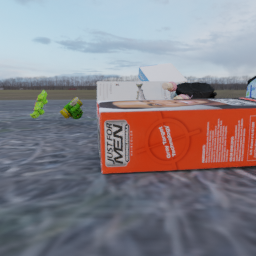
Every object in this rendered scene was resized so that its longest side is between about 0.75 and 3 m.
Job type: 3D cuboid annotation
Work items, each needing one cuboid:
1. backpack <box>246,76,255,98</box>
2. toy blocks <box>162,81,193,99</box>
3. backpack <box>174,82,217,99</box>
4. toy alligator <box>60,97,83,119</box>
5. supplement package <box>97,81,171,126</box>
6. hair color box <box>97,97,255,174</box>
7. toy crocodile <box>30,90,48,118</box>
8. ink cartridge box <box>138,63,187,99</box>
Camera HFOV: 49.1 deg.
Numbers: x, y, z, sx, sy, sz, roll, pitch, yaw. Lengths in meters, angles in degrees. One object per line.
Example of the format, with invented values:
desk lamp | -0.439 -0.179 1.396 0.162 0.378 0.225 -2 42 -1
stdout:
backpack | 3.756 -0.605 7.408 1.670 1.362 1.284 -50 4 -33
toy blocks | 0.940 -0.318 5.933 0.963 1.031 0.868 -45 -16 25
backpack | 1.750 -0.576 7.678 1.117 1.338 0.847 3 39 4
toy alligator | -1.733 -0.573 9.195 0.682 0.624 2.299 -46 14 -14
supplement package | 0.119 -0.494 7.080 1.782 1.042 1.046 -1 -23 -4
hair color box | 0.982 0.019 4.468 2.912 0.892 1.478 -3 11 -8
toy crocodile | -3.464 -0.930 10.970 0.381 1.233 0.416 4 -24 14
ink cartridge box | 0.962 -0.959 8.875 1.144 1.779 1.114 -10 44 -17
